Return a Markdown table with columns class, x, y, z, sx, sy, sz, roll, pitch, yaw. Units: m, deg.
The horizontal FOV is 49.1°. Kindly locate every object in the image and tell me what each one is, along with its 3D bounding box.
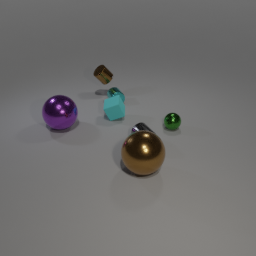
| class | x | y | z | sx | sy | sz | roll | pitch | yaw |
| --- | --- | --- | --- | --- | --- | --- | --- | --- | --- |
| ball | -2.709 | -0.621 | 11.183 | 1.400 | 1.400 | 1.400 | 0 | 31 | 0 |
| ball | 1.788 | -0.273 | 11.264 | 0.700 | 0.700 | 0.700 | 0 | 31 | 0 |
| ball | 0.478 | 0.774 | 8.820 | 1.400 | 1.400 | 1.400 | 0 | 31 | 0 |
| cube | -0.573 | -0.857 | 11.945 | 0.700 | 0.700 | 0.700 | -17 | 40 | 15 |
| cylinder | -0.578 | -1.507 | 13.372 | 0.700 | 0.700 | 0.700 | -10 | 32 | -17 |
| cylinder | 0.574 | 0.258 | 10.335 | 0.700 | 0.700 | 0.700 | -16 | 38 | -25 |
| cylinder | -1.189 | -2.576 | 13.544 | 0.700 | 0.700 | 0.700 | -25 | 45 | 28 |
